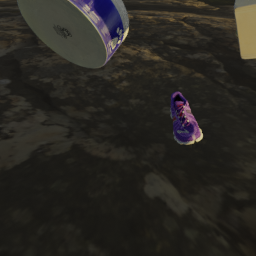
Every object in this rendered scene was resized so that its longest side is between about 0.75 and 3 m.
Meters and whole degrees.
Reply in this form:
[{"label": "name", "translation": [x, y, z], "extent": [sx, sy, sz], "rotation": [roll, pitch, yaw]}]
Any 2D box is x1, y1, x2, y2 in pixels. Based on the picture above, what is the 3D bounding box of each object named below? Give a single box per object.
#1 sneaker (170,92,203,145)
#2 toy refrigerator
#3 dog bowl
[{"label": "sneaker", "translation": [0.882, -0.181, 4.636], "extent": [0.452, 0.468, 1.121], "rotation": [-20, 43, 6]}, {"label": "toy refrigerator", "translation": [1.985, -2.047, 3.900], "extent": [0.766, 0.831, 2.188], "rotation": [2, 57, 30]}, {"label": "dog bowl", "translation": [-0.984, -2.003, 5.096], "extent": [1.915, 1.915, 0.754], "rotation": [20, 69, 30]}]
